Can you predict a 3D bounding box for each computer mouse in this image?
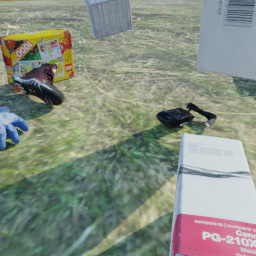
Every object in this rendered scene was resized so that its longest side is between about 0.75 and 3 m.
[{"bbox_3d":[1.648,-0.192,7.759,1.712,0.394,1.202,-20,39,-40],"label":"computer mouse"}]

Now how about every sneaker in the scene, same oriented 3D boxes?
[{"bbox_3d":[-2.658,-1.632,9.312,2.358,0.892,1.362,22,61,33],"label":"sneaker"}]

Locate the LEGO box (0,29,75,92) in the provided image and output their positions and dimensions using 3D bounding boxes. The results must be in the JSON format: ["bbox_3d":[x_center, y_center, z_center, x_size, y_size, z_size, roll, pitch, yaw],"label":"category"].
[{"bbox_3d":[-3.331,-2.599,10.504,2.409,1.794,0.929,-24,38,-35],"label":"LEGO box"}]

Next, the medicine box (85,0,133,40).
[{"bbox_3d":[-0.408,-2.516,6.169,0.890,0.810,0.458,-19,48,-9],"label":"medicine box"}]

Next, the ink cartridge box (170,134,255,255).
[{"bbox_3d":[1.065,1.327,3.724,0.943,1.619,2.237,6,29,10],"label":"ink cartridge box"}]

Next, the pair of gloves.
[{"bbox_3d":[-4.179,0.081,7.293,2.896,0.330,2.328,-14,30,-25],"label":"pair of gloves"}]

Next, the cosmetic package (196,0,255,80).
[{"bbox_3d":[3.187,-2.929,6.541,1.791,2.905,2.914,19,33,34],"label":"cosmetic package"}]
